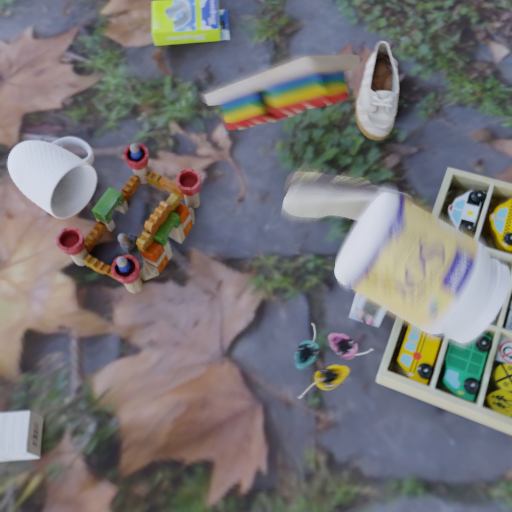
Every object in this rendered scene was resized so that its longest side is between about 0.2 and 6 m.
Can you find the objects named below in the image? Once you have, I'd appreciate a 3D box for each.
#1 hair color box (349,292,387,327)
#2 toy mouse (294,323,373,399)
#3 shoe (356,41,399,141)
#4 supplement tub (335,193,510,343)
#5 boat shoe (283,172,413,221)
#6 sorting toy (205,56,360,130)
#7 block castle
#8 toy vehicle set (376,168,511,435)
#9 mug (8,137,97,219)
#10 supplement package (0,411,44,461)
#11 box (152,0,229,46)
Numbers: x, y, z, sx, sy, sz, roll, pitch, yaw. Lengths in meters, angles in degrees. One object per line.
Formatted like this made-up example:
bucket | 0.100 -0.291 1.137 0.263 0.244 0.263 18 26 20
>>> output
hair color box | 1.964 0.189 8.836 0.502 0.819 1.655 18 56 9
toy mouse | 1.067 1.516 8.549 1.320 0.255 1.173 -23 42 -3
shoe | 2.349 -3.196 10.782 0.753 0.575 2.155 7 64 3
supplement tub | 2.162 0.173 7.419 1.903 1.383 1.383 30 67 1
boat shoe | 1.442 -0.932 8.648 2.015 0.724 0.600 4 63 3
sorting toy | 0.543 -2.699 9.373 1.966 1.978 0.688 -9 102 35
block castle | -2.020 -0.663 9.285 1.531 1.075 2.291 27 67 12
toy vehicle set | 3.646 0.593 8.755 2.419 0.516 3.893 18 67 16
mug | -3.480 -1.526 9.735 1.263 1.064 1.441 32 62 16
supplement package | -3.645 2.593 7.978 1.007 0.590 0.588 -4 64 -2
box | -1.373 -4.917 11.735 1.566 0.373 0.955 -5 65 -1
